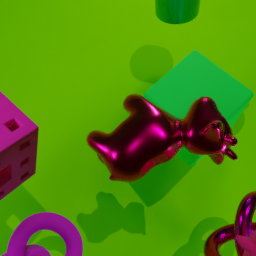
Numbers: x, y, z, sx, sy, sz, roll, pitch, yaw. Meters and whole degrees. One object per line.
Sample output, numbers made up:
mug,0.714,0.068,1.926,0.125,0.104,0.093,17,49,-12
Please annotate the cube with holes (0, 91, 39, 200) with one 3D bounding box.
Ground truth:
cube with holes,-2.182,0.282,3.748,1.314,1.314,1.314,40,52,11

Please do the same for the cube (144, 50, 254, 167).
cube,1.244,-0.328,5.392,1.359,1.359,1.359,-42,70,-14

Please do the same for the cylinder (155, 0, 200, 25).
cylinder,1.068,-2.933,6.008,0.988,0.988,0.988,-3,55,5

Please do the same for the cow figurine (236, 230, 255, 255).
cow figurine,1.950,1.813,3.832,0.886,1.614,1.589,8,115,27

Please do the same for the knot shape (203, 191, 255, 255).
knot shape,2.329,2.252,5.231,1.815,0.896,1.939,-13,58,-3

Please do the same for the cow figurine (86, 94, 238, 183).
cow figurine,0.450,0.194,3.639,1.623,0.891,1.597,-43,51,-14

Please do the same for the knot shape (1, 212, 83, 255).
knot shape,-1.895,2.643,5.044,1.942,0.959,2.075,-10,52,17
